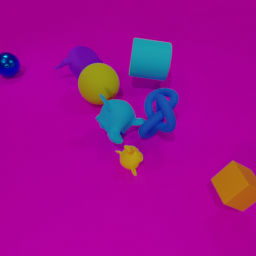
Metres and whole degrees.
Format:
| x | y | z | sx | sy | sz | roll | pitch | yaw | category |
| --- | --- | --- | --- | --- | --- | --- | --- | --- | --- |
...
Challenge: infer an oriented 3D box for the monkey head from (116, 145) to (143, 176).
| x | y | z | sx | sy | sz | roll | pitch | yaw | category |
| --- | --- | --- | --- | --- | --- | --- | --- | --- | --- |
| 0.010 | 0.786 | 7.578 | 0.605 | 0.723 | 1.005 | -47 | 54 | 7 | monkey head |

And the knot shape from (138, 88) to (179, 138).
| x | y | z | sx | sy | sz | roll | pitch | yaw | category |
| --- | --- | --- | --- | --- | --- | --- | --- | --- | --- |
| 0.849 | -0.329 | 8.183 | 0.778 | 1.577 | 1.685 | 21 | 29 | -14 | knot shape |

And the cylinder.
| x | y | z | sx | sy | sz | roll | pitch | yaw | category |
| --- | --- | --- | --- | --- | --- | --- | --- | --- | --- |
| 0.758 | -2.386 | 9.790 | 1.306 | 1.306 | 1.306 | 8 | 44 | -2 | cylinder |

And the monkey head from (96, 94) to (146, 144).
| x | y | z | sx | sy | sz | roll | pitch | yaw | category |
| --- | --- | --- | --- | --- | --- | --- | --- | --- | --- |
| -0.267 | -0.219 | 8.174 | 1.741 | 1.049 | 1.252 | 28 | 21 | -31 | monkey head |

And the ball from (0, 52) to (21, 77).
| x | y | z | sx | sy | sz | roll | pitch | yaw | category |
| --- | --- | --- | --- | --- | --- | --- | --- | --- | --- |
| -4.660 | -2.443 | 10.813 | 0.953 | 0.953 | 0.953 | 0 | 44 | 0 | ball |

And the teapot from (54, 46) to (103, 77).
| x | y | z | sx | sy | sz | roll | pitch | yaw | category |
| --- | --- | --- | --- | --- | --- | --- | --- | --- | --- |
| -1.808 | -2.467 | 10.759 | 2.028 | 0.993 | 1.261 | -8 | 69 | -36 | teapot |

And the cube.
| x | y | z | sx | sy | sz | roll | pitch | yaw | category |
| --- | --- | --- | --- | --- | --- | --- | --- | --- | --- |
| 2.464 | 1.304 | 6.279 | 0.713 | 0.713 | 0.713 | 25 | 29 | -29 | cube |

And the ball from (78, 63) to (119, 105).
| x | y | z | sx | sy | sz | roll | pitch | yaw | category |
| --- | --- | --- | --- | --- | --- | --- | --- | --- | --- |
| -0.984 | -1.488 | 9.473 | 1.382 | 1.382 | 1.382 | 0 | 44 | 0 | ball |
